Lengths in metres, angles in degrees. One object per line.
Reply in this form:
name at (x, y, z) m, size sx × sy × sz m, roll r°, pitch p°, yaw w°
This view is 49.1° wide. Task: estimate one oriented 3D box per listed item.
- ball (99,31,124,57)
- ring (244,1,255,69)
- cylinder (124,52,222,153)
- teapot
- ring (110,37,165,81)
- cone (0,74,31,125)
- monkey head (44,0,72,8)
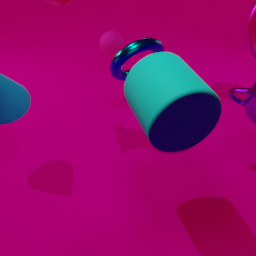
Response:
ball at (-0.498, -2.567, 8.543) m, size 0.749 × 0.749 × 0.749 m, roll 0°, pitch 40°, yaw 0°
ring at (2.835, -1.652, 4.701) m, size 0.367 × 1.835 × 1.835 m, roll -15°, pitch 41°, yaw -37°
cylinder at (0.667, -0.424, 4.497) m, size 1.188 × 1.188 × 1.188 m, roll -12°, pitch 43°, yaw -14°
teapot at (3.150, -0.614, 5.739) m, size 2.083 × 1.020 × 1.295 m, roll 7°, pitch 59°, yaw 27°
ring at (0.227, -1.647, 6.856) m, size 1.450 × 1.450 × 0.290 m, roll -19°, pitch 72°, yaw -21°
cone at (-2.578, -0.817, 5.506) m, size 1.110 × 1.114 × 1.110 m, roll 4°, pitch 61°, yaw -7°
monkey head at (-1.567, -3.239, 6.174) m, size 1.353 × 0.815 × 0.974 m, roll -31°, pitch 75°, yaw -33°
